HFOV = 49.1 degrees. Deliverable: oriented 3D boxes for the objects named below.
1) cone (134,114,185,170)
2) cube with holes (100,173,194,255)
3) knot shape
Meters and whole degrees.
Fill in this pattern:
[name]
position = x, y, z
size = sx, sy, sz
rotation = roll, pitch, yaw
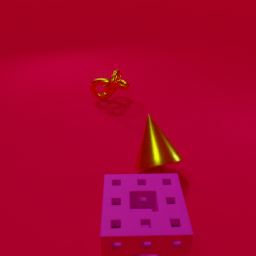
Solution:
[cone]
position = 0.588, 0.258, 6.355
size = 1.178, 1.182, 1.178
rotation = -11, -6, -1
[cube with holes]
position = 0.232, 1.602, 4.469
size = 1.223, 1.223, 1.223
rotation = -1, 31, -1
[knot shape]
position = -0.514, -1.512, 9.829
size = 1.332, 0.658, 1.424
rotation = -14, -8, -43
